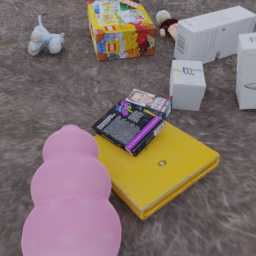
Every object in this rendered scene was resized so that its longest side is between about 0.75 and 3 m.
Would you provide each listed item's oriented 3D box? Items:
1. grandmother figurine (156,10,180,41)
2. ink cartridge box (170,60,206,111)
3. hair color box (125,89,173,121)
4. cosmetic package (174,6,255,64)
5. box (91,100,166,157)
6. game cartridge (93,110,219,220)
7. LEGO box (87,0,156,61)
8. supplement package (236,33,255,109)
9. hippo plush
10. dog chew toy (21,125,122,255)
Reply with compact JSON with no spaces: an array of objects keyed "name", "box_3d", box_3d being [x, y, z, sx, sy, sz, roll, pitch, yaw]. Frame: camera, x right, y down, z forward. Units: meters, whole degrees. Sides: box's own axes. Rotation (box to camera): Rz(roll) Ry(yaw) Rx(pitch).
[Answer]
[{"name":"grandmother figurine","box_3d":[1.983,-4.233,11.808,1.521,0.760,2.509,-13,48,-25]},{"name":"ink cartridge box","box_3d":[1.809,-1.357,8.730,0.961,0.966,1.329,5,45,5]},{"name":"hair color box","box_3d":[0.624,-0.692,8.478,1.298,0.393,0.649,19,48,18]},{"name":"cosmetic package","box_3d":[3.225,-3.405,10.436,2.930,1.490,1.085,-20,49,-18]},{"name":"box","box_3d":[-0.022,-0.044,7.157,1.608,0.290,1.150,29,63,38]},{"name":"game cartridge","box_3d":[0.407,0.665,6.900,2.376,0.437,2.695,-28,40,-25]},{"name":"LEGO box","box_3d":[-0.358,-4.060,11.290,2.234,1.157,2.999,-9,46,-9]},{"name":"supplement package","box_3d":[3.817,-1.660,8.161,1.135,1.942,1.139,-3,37,16]},{"name":"hippo plush","box_3d":[-3.129,-3.290,10.842,1.173,1.163,1.459,17,45,-20]},{"name":"dog chew toy","box_3d":[-1.044,1.260,5.215,1.724,1.724,2.768,-5,68,-5]}]
